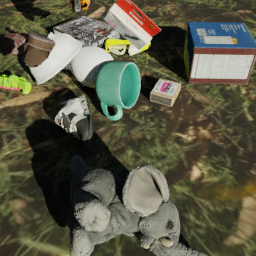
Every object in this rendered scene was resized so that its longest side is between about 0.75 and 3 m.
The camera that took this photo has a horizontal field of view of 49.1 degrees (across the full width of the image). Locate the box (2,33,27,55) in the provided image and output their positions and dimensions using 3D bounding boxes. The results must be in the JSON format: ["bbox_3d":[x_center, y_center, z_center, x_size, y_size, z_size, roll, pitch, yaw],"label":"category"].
[{"bbox_3d":[-4.893,-3.686,12.288,0.870,0.722,0.714,-2,43,-2],"label":"box"}]

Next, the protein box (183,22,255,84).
[{"bbox_3d":[3.465,-2.960,10.907,2.243,1.513,2.227,2,43,2],"label":"protein box"}]

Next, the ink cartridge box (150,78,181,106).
[{"bbox_3d":[1.337,-1.282,9.941,0.839,0.382,1.018,17,46,16],"label":"ink cartridge box"}]

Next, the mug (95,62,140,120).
[{"bbox_3d":[-0.465,-1.334,9.180,1.116,1.483,1.804,9,45,27],"label":"mug"}]

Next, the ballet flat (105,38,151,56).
[{"bbox_3d":[-0.046,-3.501,12.244,2.054,0.686,0.688,7,65,12],"label":"ballet flat"}]

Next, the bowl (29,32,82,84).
[{"bbox_3d":[-2.838,-2.729,10.209,2.276,1.023,2.276,-30,31,21],"label":"bowl"}]

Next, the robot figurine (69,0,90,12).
[{"bbox_3d":[-1.706,-5.070,9.601,0.852,2.122,2.927,-8,18,-8],"label":"robot figurine"}]

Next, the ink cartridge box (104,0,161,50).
[{"bbox_3d":[0.052,-1.613,4.355,0.787,0.683,0.171,38,79,-15],"label":"ink cartridge box"}]

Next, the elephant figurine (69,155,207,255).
[{"bbox_3d":[0.191,1.773,5.899,2.741,2.127,1.940,1,4,-14],"label":"elephant figurine"}]

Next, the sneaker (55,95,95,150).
[{"bbox_3d":[-1.594,-0.096,8.344,1.078,0.902,2.435,-11,34,-11],"label":"sneaker"}]

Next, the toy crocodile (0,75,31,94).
[{"bbox_3d":[-4.396,-1.652,10.246,1.903,0.588,0.642,10,3,12],"label":"toy crocodile"}]

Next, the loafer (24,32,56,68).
[{"bbox_3d":[-2.229,-1.838,6.950,0.664,0.646,1.819,16,-4,-18],"label":"loafer"}]

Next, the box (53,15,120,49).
[{"bbox_3d":[-1.948,-4.461,13.194,2.474,0.616,1.951,28,50,27],"label":"box"}]

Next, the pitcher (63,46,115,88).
[{"bbox_3d":[-1.345,-2.431,10.620,2.026,1.431,2.361,-16,34,-43],"label":"pitcher"}]
